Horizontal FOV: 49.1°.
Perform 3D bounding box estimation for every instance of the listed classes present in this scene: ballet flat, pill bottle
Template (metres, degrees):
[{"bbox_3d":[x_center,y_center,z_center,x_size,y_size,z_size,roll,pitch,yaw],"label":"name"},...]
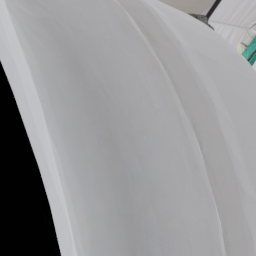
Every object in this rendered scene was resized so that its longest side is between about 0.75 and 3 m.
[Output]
[{"bbox_3d":[3.599,-2.437,7.995,0.725,2.059,0.693,43,27,23],"label":"ballet flat"},{"bbox_3d":[-0.706,0.208,0.081,1.930,1.103,1.103,-4,6,-44],"label":"pill bottle"}]

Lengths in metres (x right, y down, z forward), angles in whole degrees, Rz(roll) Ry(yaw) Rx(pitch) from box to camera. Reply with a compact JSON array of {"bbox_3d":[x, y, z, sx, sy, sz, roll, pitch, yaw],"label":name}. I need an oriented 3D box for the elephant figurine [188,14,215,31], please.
[{"bbox_3d":[2.080,-3.054,11.001,2.117,2.728,1.931,20,-18,43],"label":"elephant figurine"}]
